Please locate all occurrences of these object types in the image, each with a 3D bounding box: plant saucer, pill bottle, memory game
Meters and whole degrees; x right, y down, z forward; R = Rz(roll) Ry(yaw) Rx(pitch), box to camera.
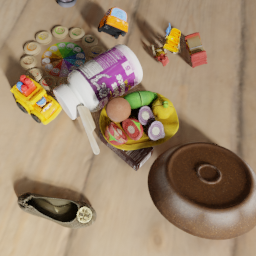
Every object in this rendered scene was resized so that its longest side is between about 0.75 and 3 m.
[{"bbox_3d":[1.877,1.216,6.678,2.793,0.511,2.793,1,42,-1],"label":"plant saucer"},{"bbox_3d":[-0.893,-1.336,8.368,2.482,1.394,1.394,-36,69,-15],"label":"pill bottle"},{"bbox_3d":[-2.243,-2.433,9.582,2.892,0.184,2.892,0,64,0],"label":"memory game"}]

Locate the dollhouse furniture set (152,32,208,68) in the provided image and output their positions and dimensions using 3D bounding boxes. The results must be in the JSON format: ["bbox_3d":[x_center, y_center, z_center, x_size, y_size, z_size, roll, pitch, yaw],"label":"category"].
[{"bbox_3d":[1.724,-2.469,9.425,1.674,0.681,0.901,-14,64,11],"label":"dollhouse furniture set"}]

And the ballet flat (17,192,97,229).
[{"bbox_3d":[-1.848,2.071,7.193,2.108,0.489,0.710,14,65,7],"label":"ballet flat"}]

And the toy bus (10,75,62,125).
[{"bbox_3d":[-2.738,-0.926,8.234,1.350,1.296,0.916,36,68,14],"label":"toy bus"}]

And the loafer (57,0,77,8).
[{"bbox_3d":[-2.391,-6.028,10.947,1.031,0.903,2.868,-5,64,-2],"label":"loafer"}]

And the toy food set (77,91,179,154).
[{"bbox_3d":[0.126,-0.260,7.375,2.691,0.879,1.583,-12,78,-11],"label":"toy food set"}]

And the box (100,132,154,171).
[{"bbox_3d":[-0.042,0.455,7.948,1.437,0.538,0.719,38,66,18],"label":"box"}]

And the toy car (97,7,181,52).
[{"bbox_3d":[0.378,-3.337,9.449,2.788,1.368,0.928,16,94,-5],"label":"toy car"}]
